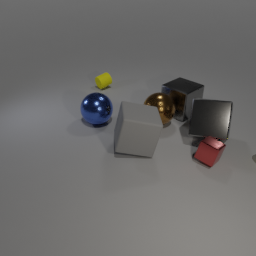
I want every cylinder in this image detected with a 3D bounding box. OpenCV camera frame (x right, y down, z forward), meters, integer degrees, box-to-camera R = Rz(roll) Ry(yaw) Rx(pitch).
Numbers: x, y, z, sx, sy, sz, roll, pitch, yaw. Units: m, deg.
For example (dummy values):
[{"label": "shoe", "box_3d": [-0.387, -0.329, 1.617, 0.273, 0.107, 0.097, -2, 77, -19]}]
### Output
[{"label": "cylinder", "box_3d": [-1.351, -2.623, 15.488, 0.700, 0.700, 0.700, -32, 42, -26]}]

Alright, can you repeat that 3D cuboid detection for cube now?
[{"label": "cube", "box_3d": [2.865, 0.805, 9.772, 0.700, 0.700, 0.700, 31, 30, 28]}, {"label": "cube", "box_3d": [0.323, 0.032, 10.216, 1.400, 1.400, 1.400, 9, 31, -10]}, {"label": "cube", "box_3d": [3.190, -0.339, 10.711, 1.400, 1.400, 1.400, 8, 4, 21]}, {"label": "cube", "box_3d": [2.459, -1.340, 12.884, 1.400, 1.400, 1.400, -27, 41, -37]}]

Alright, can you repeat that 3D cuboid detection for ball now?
[{"label": "ball", "box_3d": [-1.344, -0.831, 12.048, 1.400, 1.400, 1.400, 0, 31, 0]}, {"label": "ball", "box_3d": [1.325, -0.813, 11.925, 1.400, 1.400, 1.400, 0, 31, 0]}]
